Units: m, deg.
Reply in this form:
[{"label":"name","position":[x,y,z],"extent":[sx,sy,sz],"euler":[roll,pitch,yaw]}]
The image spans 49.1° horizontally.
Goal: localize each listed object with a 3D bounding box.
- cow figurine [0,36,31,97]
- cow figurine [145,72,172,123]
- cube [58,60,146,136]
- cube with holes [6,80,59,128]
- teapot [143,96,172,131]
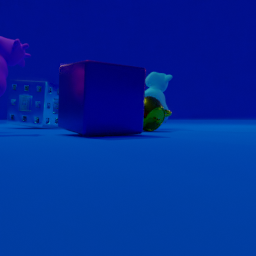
[{"label":"cow figurine","position":[-2.409,-1.099,5.193],"extent":[1.265,1.285,0.705],"euler":[-14,-27,-18]},{"label":"cow figurine","position":[0.799,-0.802,7.633],"extent":[1.376,1.398,0.768],"euler":[-26,-5,-25]},{"label":"cube","position":[-0.484,-0.506,4.905],"extent":[1.131,1.131,1.131],"euler":[-1,7,-34]},{"label":"cube with holes","position":[-2.711,-0.717,8.635],"extent":[1.305,1.305,1.305],"euler":[6,3,20]},{"label":"teapot","position":[0.458,-0.265,6.238],"extent":[1.318,0.820,0.645],"euler":[-13,36,-36]}]
